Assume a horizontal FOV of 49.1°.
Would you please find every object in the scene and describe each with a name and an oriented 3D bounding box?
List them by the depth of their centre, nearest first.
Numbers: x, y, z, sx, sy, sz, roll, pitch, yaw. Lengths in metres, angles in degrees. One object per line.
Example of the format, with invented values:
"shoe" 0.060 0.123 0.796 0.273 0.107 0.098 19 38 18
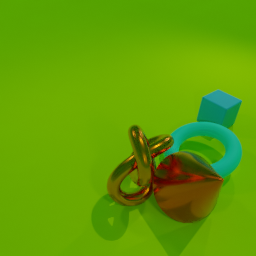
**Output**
"cone" 1.392 1.036 5.242 1.492 1.498 1.492 3 74 -12
"knot shape" 0.343 0.662 5.984 0.860 1.861 1.741 24 37 16
"ring" 1.856 0.547 7.071 1.906 0.381 1.906 -8 42 8
"cube" 2.693 -0.510 8.322 0.840 0.840 0.840 -25 46 -34
